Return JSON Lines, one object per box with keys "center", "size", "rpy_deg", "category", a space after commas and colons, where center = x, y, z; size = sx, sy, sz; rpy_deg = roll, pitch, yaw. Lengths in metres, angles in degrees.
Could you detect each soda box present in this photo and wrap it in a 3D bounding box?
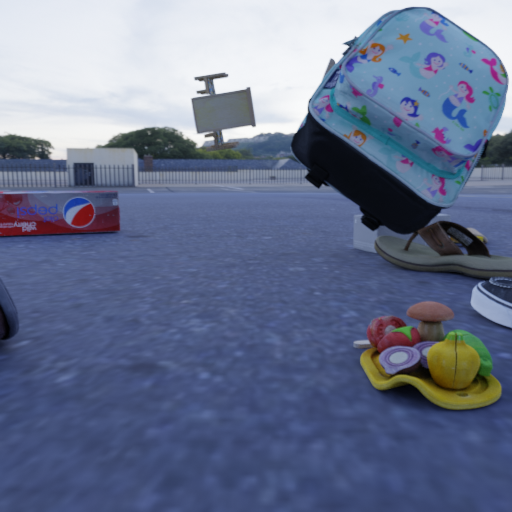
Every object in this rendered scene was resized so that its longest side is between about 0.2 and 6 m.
{"center": [-5.431, -1.176, 15.199], "size": [3.313, 1.160, 1.050], "rpy_deg": [-3, 9, -20], "category": "soda box"}

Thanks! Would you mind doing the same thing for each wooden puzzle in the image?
{"center": [4.639, -0.520, 13.804], "size": [1.956, 0.339, 2.900], "rpy_deg": [8, 11, 20], "category": "wooden puzzle"}

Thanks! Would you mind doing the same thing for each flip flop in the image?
{"center": [3.267, -0.147, 9.217], "size": [1.177, 0.836, 2.904], "rpy_deg": [-6, 10, -36], "category": "flip flop"}

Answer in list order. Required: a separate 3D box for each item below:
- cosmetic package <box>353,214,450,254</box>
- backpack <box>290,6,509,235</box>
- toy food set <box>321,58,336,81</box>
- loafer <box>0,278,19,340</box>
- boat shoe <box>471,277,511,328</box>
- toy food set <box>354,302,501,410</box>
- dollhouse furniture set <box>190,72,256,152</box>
{"center": [3.114, -0.514, 12.020], "size": [1.862, 0.840, 0.994], "rpy_deg": [-6, 9, -18], "category": "cosmetic package"}
{"center": [2.530, -2.453, 9.226], "size": [2.938, 3.310, 2.492], "rpy_deg": [36, -29, 4], "category": "backpack"}
{"center": [2.122, -3.540, 12.391], "size": [1.622, 0.954, 0.530], "rpy_deg": [26, 38, -6], "category": "toy food set"}
{"center": [-3.033, 0.482, 5.369], "size": [0.848, 0.967, 2.691], "rpy_deg": [-30, 19, -33], "category": "loafer"}
{"center": [3.182, 0.388, 5.464], "size": [0.897, 0.848, 2.501], "rpy_deg": [-3, 9, -22], "category": "boat shoe"}
{"center": [1.335, 0.684, 4.538], "size": [0.951, 0.528, 1.616], "rpy_deg": [0, 8, -2], "category": "toy food set"}
{"center": [-0.652, -3.326, 12.849], "size": [1.288, 1.700, 1.939], "rpy_deg": [-7, 15, 5], "category": "dollhouse furniture set"}
